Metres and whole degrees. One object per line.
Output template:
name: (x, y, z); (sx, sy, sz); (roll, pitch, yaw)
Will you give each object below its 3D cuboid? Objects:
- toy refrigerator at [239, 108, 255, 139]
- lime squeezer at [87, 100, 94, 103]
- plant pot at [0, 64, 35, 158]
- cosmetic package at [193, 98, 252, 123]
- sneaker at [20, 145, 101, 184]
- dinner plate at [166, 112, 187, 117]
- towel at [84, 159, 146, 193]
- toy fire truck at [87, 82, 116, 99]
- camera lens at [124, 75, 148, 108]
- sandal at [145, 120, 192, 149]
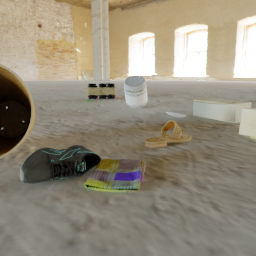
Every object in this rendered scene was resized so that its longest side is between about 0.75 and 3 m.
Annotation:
toy refrigerator: (4.900, 0.026, 8.346); (1.044, 0.962, 2.750); (-5, 14, -44)
lime squeezer: (-2.533, -1.703, 18.100); (0.332, 0.177, 0.941); (34, 19, 9)
plant pot: (-3.537, -0.312, 7.631); (2.363, 2.363, 2.536); (-2, -3, -7)
cosmetic package: (4.118, -0.825, 12.446); (1.168, 0.825, 2.257); (-9, 14, -35)
sneaker: (-1.323, 0.721, 5.757); (0.712, 0.677, 1.796); (12, 17, 36)
dinner plate: (2.155, -0.593, 12.611); (0.962, 0.117, 0.962); (11, -2, 0)
towel: (-0.230, 0.947, 5.869); (1.096, 0.174, 1.526); (2, 12, 8)
toy fire truck: (-1.863, -2.752, 20.360); (2.004, 1.465, 2.276); (-1, 1, -1)
camera lens: (0.430, -1.958, 15.400); (1.232, 1.541, 1.232); (-5, 44, 4)
sandal: (1.305, 0.110, 8.533); (2.008, 0.660, 0.736); (-12, 17, -42)
